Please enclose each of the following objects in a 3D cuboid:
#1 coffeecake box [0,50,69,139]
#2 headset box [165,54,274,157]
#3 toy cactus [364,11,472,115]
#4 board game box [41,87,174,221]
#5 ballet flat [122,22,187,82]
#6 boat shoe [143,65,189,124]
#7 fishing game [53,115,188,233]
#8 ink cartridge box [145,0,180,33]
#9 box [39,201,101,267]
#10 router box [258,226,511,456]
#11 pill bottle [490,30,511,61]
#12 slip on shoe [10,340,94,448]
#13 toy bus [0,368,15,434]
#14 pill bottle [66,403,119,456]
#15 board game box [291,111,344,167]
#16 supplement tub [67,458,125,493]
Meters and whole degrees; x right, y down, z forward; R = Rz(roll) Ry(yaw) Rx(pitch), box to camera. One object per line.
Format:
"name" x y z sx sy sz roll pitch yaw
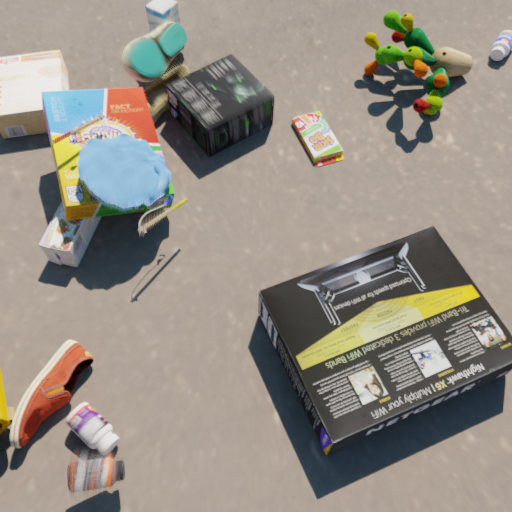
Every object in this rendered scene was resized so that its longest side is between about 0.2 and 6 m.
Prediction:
"coffeecake box" -5.168 -3.755 12.930 1.518 0.723 1.978 -10 59 -6
"headset box" -0.749 -3.444 12.624 1.948 0.904 1.696 -32 64 -18
"toy cactus" 3.960 -4.455 13.208 2.498 1.548 3.028 -4 54 -25
"board game box" -3.000 -2.116 11.232 2.092 0.551 2.735 -10 67 -23
"ballet flat" -2.516 -4.688 13.158 0.894 0.967 2.867 -12 28 29
"boat shoe" -2.413 -3.574 12.830 2.246 0.707 0.819 -37 65 -20
"fishing game" -2.488 -1.591 10.559 2.464 0.383 1.764 42 51 3
"ink cartridge box" -2.365 -6.060 14.300 0.597 0.825 0.607 29 61 18
"box" -3.385 -1.298 11.458 0.628 0.672 3.245 12 60 7
"router box" 2.200 1.324 9.650 3.584 0.936 2.818 -19 60 -12
"pill bottle" 6.168 -5.250 14.026 0.447 0.447 0.798 28 61 16
"slip on shoe" -3.370 2.290 9.248 0.585 0.708 1.912 24 57 8
"toy bus" -4.585 2.494 8.588 2.834 1.552 3.003 12 89 41
"pill bottle" -2.614 2.797 9.010 0.826 0.460 0.460 39 65 13
"board game box" 1.385 -2.639 12.570 0.692 0.217 1.448 -18 63 -10
"supplement tub" -2.360 3.223 8.284 0.791 0.423 0.423 0 56 -25
